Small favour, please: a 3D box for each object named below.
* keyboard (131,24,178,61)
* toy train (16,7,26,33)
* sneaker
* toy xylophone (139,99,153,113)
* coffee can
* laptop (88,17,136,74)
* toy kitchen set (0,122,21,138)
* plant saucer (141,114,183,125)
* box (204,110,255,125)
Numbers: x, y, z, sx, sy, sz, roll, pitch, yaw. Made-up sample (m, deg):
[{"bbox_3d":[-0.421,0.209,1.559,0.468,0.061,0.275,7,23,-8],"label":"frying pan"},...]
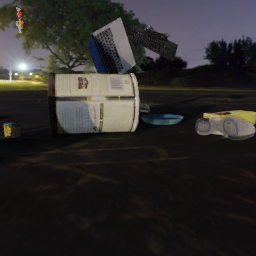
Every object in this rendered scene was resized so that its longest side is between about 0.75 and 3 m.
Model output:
[{"bbox_3d":[1.043,-3.855,12.494,2.447,1.273,0.485,31,60,19],"label":"keyboard"},{"bbox_3d":[-3.723,-3.731,9.803,0.252,0.680,0.905,-12,-10,-26],"label":"toy train"},{"bbox_3d":[3.360,-0.057,9.559,0.896,0.766,2.057,-2,10,-42],"label":"sneaker"},{"bbox_3d":[0.367,-1.348,15.615,2.228,0.560,1.631,12,0,-29],"label":"toy xylophone"},{"bbox_3d":[-1.259,-0.878,10.003,2.942,2.153,2.153,-1,10,-11],"label":"coffee can"},{"bbox_3d":[-0.648,-3.432,13.702,2.899,2.714,1.680,-36,39,-18],"label":"laptop"},{"bbox_3d":[-4.468,-0.060,9.160,1.146,0.842,1.430,6,12,32],"label":"toy kitchen set"},{"bbox_3d":[1.546,-0.391,12.725,1.903,0.261,1.903,-1,10,0],"label":"plant saucer"},{"bbox_3d":[4.290,-0.373,11.672,2.344,0.587,0.882,-5,12,-31],"label":"box"}]
